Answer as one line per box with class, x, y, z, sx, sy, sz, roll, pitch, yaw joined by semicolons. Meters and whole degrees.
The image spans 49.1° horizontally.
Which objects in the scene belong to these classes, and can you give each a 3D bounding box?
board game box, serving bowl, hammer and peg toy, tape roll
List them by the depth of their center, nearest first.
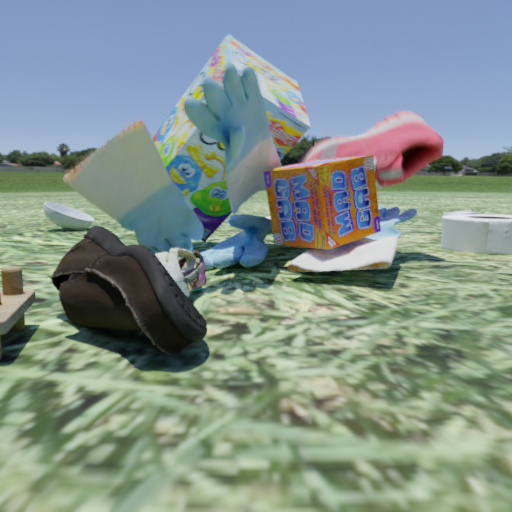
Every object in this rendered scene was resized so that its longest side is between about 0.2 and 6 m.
hammer and peg toy;-2.846;0.463;4.621;1.762;0.621;1.296;-1;8;-10
board game box;0.986;-0.816;8.356;1.165;1.165;1.166;-17;14;-36
board game box;-0.726;-2.026;10.199;1.635;3.117;1.606;25;36;-29
tape roll;4.527;-0.444;10.864;1.807;0.632;1.807;1;8;0
serving bowl;-4.898;-0.961;14.508;1.295;0.426;1.295;22;6;-3

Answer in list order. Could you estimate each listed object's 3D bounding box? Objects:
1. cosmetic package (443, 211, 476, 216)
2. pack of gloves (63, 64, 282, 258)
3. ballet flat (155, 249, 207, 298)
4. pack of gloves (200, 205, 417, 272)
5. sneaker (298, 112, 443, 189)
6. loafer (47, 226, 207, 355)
cosmetic package;4.784;-0.744;13.179;0.415;0.570;1.122;7;10;42
pack of gloves;-0.687;-0.935;7.569;0.610;2.597;3.092;47;-6;23
ballet flat;-0.944;0.229;6.296;0.590;0.607;1.706;0;8;10
pack of gloves;0.839;-0.588;9.253;3.254;0.764;3.873;-4;13;23
sneaker;1.826;-1.523;9.240;2.730;1.006;1.184;-27;35;-5
loafer;-1.236;0.405;5.014;0.854;0.874;2.393;-42;28;-17
